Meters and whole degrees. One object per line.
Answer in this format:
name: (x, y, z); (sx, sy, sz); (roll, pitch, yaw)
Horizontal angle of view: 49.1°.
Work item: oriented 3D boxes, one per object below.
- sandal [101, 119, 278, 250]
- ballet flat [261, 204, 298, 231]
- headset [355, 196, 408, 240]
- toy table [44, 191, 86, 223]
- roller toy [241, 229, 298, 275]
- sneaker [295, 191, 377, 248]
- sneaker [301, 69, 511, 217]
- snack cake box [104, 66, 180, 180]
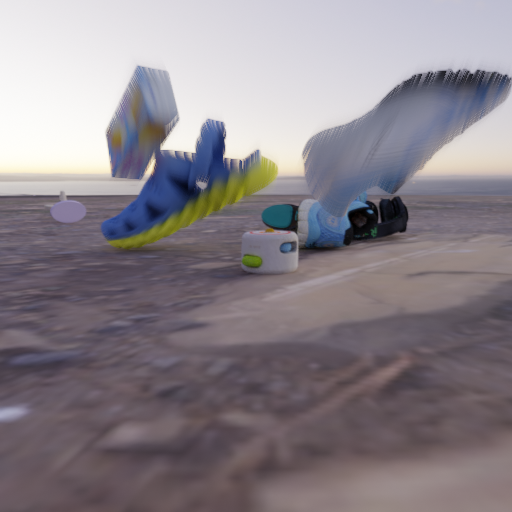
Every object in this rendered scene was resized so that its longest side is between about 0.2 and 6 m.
sandal: (-1.226, -1.135, 8.939); (3.042, 1.324, 1.209); (-27, 12, 12)
ballet flat: (0.967, -0.819, 12.572); (1.901, 0.694, 0.694); (-1, 5, 44)
headset: (2.480, -0.662, 11.392); (1.384, 1.053, 2.241); (0, 22, 32)
toy table: (-5.165, -1.256, 15.115); (0.953, 0.876, 0.558); (10, 15, -47)
roller toy: (0.168, -0.076, 6.967); (0.698, 0.535, 0.766); (0, 8, -2)
sneaker: (1.575, -0.647, 9.856); (1.147, 1.000, 2.551); (13, 27, 21)
sneaker: (1.629, -1.281, 6.000); (2.558, 0.927, 0.919); (-28, 36, -13)
snack cake box: (-1.711, -1.906, 8.205); (0.509, 0.872, 1.516); (0, -28, -34)
